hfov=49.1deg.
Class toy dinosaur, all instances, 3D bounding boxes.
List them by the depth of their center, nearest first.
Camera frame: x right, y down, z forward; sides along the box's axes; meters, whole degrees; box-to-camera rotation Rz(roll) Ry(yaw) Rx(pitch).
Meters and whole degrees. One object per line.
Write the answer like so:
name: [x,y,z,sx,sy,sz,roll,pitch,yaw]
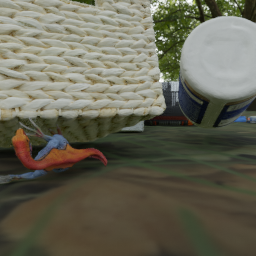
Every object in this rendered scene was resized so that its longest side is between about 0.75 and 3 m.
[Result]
toy dinosaur: [-0.664,0.190,2.573,1.098,0.576,0.996,-1,4,-13]

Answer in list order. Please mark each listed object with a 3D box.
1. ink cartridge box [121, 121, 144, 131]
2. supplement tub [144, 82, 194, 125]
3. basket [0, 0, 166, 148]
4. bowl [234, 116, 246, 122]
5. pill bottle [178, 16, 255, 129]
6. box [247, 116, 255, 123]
ink cartridge box: [-0.918,-0.495,8.178,2.623,1.100,2.302,-1,3,-1]
supplement tub: [1.665,-0.878,10.135,2.990,1.599,1.599,2,4,8]
basket: [-1.118,-0.831,4.059,2.393,1.942,2.415,-4,-9,-34]
bowl: [4.878,-0.441,13.195,1.292,0.254,1.292,0,5,0]
pill bottle: [1.680,-0.796,5.377,1.408,1.408,2.537,1,-14,8]
box: [5.640,-0.355,11.933,0.908,0.264,1.326,2,5,29]
